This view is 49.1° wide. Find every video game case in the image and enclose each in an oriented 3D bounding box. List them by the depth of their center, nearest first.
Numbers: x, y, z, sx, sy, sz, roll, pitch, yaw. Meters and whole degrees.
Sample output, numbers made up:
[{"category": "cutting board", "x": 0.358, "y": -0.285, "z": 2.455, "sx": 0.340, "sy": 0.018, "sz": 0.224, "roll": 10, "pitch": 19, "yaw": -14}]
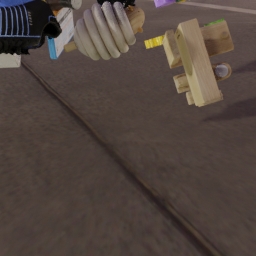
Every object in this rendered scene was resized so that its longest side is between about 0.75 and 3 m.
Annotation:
[{"category": "video game case", "x": -2.376, "y": -4.119, "z": 9.497, "sx": 0.256, "sy": 2.877, "sz": 2.059, "roll": 9, "pitch": 45, "yaw": 6}]

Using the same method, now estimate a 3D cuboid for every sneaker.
[{"category": "sneaker", "x": -1.410, "y": -1.109, "z": 3.272, "sx": 0.561, "sy": 0.624, "sz": 1.601, "roll": -25, "pitch": 19, "yaw": 46}]

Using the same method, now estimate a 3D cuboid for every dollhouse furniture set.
[{"category": "dollhouse furniture set", "x": 1.325, "y": -1.092, "z": 4.231, "sx": 1.150, "sy": 1.342, "sz": 1.411, "roll": -17, "pitch": -2, "yaw": 1}]

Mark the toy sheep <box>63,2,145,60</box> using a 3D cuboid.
[{"category": "toy sheep", "x": -0.619, "y": -2.486, "z": 7.281, "sx": 2.266, "sy": 1.563, "sz": 1.563, "roll": -26, "pitch": 31, "yaw": 9}]

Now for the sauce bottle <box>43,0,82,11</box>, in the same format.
[{"category": "sauce bottle", "x": -2.192, "y": -3.589, "z": 7.683, "sx": 2.068, "sy": 0.682, "sz": 0.682, "roll": 17, "pitch": 35, "yaw": 28}]

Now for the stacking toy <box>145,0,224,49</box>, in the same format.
[{"category": "stacking toy", "x": 1.297, "y": -3.275, "z": 7.037, "sx": 2.648, "sy": 1.997, "sz": 0.622, "roll": -25, "pitch": 16, "yaw": -29}]

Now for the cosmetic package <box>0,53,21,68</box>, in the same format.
[{"category": "cosmetic package", "x": -3.322, "y": -2.875, "z": 6.562, "sx": 1.466, "sy": 1.030, "sz": 2.891, "roll": -4, "pitch": 68, "yaw": -6}]

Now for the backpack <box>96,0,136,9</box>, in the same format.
[{"category": "backpack", "x": -0.490, "y": -4.800, "z": 9.413, "sx": 1.429, "sy": 1.500, "sz": 1.156, "roll": -17, "pitch": 54, "yaw": -14}]
